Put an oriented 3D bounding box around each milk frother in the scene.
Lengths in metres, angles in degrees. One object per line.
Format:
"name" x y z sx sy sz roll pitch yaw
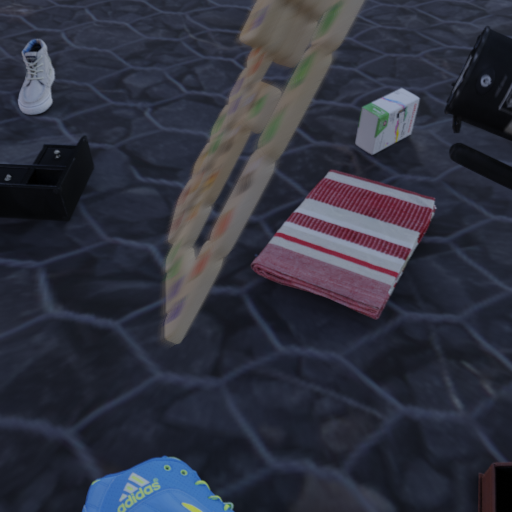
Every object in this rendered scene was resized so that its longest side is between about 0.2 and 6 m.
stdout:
"milk frother" 3.405 -1.947 7.222 1.762 1.690 1.873 25 44 7

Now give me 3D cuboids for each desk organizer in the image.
"desk organizer" 2.503 2.944 4.987 0.816 0.876 2.274 12 47 11

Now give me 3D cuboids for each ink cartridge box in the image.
"ink cartridge box" 2.436 -2.498 10.395 1.119 0.810 0.470 -30 54 -27

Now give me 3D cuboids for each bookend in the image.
"bookend" -3.680 -1.347 9.353 1.487 0.689 1.496 4 45 4

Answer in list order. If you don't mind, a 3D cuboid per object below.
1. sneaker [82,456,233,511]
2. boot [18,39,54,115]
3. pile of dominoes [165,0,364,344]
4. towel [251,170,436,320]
"sneaker" -0.492 2.557 5.256 2.776 1.051 1.458 1 45 3
"boot" -4.614 -3.747 11.569 0.688 0.894 1.871 -7 46 -7
"pile of dominoes" -0.262 -1.499 5.544 0.615 3.865 3.013 24 16 -18
"towel" 1.440 -0.319 8.632 1.980 0.313 2.749 21 47 22
